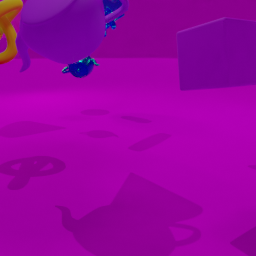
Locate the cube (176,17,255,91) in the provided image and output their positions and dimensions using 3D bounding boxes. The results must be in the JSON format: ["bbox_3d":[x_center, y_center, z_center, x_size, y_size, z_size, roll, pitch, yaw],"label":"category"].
[{"bbox_3d":[1.089,-0.835,3.325,0.710,0.710,0.710,-10,9,-34],"label":"cube"}]

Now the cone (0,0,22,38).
[{"bbox_3d":[-3.399,-3.213,8.460,1.672,1.665,1.665,19,16,1],"label":"cone"}]

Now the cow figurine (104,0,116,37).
[{"bbox_3d":[-0.814,-3.832,9.561,0.619,1.110,1.128,-13,-8,-46],"label":"cow figurine"}]

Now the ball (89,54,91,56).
[{"bbox_3d":[-1.895,-2.916,10.473,1.045,1.045,1.045,0,15,0],"label":"ball"}]

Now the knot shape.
[{"bbox_3d":[-2.713,-1.977,5.689,0.690,1.398,1.493,18,24,11],"label":"knot shape"}]

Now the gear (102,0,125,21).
[{"bbox_3d":[-0.605,-3.640,7.375,0.291,1.575,1.575,-14,4,39],"label":"gear"}]

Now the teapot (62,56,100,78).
[{"bbox_3d":[-1.283,-1.695,7.684,1.185,0.737,0.580,-10,44,17],"label":"teapot"}]

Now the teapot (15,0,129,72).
[{"bbox_3d":[-0.886,-1.373,3.889,1.921,0.941,1.195,-24,53,10],"label":"teapot"}]
